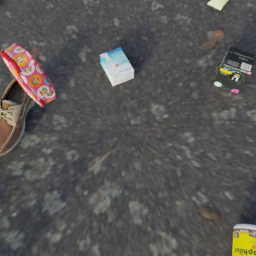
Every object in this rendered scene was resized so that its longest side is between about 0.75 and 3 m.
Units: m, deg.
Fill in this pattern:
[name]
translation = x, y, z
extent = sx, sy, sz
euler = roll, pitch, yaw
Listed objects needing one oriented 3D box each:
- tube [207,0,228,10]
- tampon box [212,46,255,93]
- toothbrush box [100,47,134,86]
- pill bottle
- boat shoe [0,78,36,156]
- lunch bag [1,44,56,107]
[tube]
translation = 3.700, -5.045, 10.665
extent = 1.526, 0.443, 0.396
euler = -46, 116, -16
[tampon box]
translation = 3.280, -1.784, 8.704
extent = 0.867, 1.156, 0.730
euler = 21, 67, 9
[toothbrush box]
translation = -0.368, -2.017, 9.203
extent = 0.777, 0.453, 1.061
euler = -23, 69, -10
[pill bottle]
translation = 2.917, 3.176, 6.572
extent = 0.897, 0.897, 1.641
euler = 10, 65, 5
[boat shoe]
translation = -3.483, -0.469, 8.228
extent = 0.975, 0.924, 2.574
euler = 10, 66, 5
[lunch bag]
translation = -2.150, -1.163, 6.027
extent = 0.524, 1.279, 1.126
euler = -38, 46, -15
